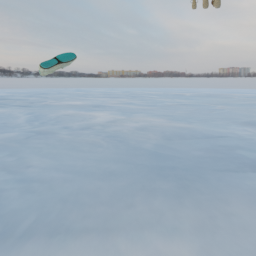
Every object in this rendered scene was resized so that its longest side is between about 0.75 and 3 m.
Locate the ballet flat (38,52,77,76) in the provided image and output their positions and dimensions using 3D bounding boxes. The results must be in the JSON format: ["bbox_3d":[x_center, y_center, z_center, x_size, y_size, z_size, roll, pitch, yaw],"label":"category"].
[{"bbox_3d":[-1.617,-1.464,6.411,1.002,0.313,0.338,-31,67,-36],"label":"ballet flat"}]

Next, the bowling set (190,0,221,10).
[{"bbox_3d":[2.600,-4.187,9.014,1.048,0.563,0.730,13,36,32],"label":"bowling set"}]
